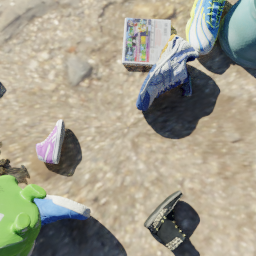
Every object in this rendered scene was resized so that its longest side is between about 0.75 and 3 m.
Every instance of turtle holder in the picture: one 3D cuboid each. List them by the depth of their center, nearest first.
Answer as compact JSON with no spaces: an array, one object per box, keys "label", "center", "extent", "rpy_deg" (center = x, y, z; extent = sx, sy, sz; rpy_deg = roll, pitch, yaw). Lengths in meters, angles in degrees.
[{"label":"turtle holder","center":[-2.602,1.697,4.710],"extent":[1.926,2.535,1.800],"rpy_deg":[14,102,-37]}]

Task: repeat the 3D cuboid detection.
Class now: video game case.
[{"label":"video game case","center":[0.627,-2.841,9.286],"extent":[1.552,0.196,1.703],"rpy_deg":[3,75,1]}]

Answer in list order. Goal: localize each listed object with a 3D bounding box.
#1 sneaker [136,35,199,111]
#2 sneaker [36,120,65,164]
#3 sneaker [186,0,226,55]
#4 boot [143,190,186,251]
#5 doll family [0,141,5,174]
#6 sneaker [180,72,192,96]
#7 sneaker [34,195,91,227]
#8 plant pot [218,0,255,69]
[{"label":"sneaker","center":[1.215,-1.532,8.472],"extent":[1.154,0.985,2.618],"rpy_deg":[31,85,-1]},{"label":"sneaker","center":[-2.316,0.351,8.254],"extent":[0.752,0.478,1.319],"rpy_deg":[8,74,6]},{"label":"sneaker","center":[2.562,-3.837,8.881],"extent":[1.077,1.493,2.843],"rpy_deg":[11,74,3]},{"label":"boot","center":[1.239,2.505,7.638],"extent":[1.391,0.502,1.051],"rpy_deg":[-44,81,-6]},{"label":"doll family","center":[-4.298,1.146,7.896],"extent":[1.230,0.835,2.127],"rpy_deg":[5,69,6]},{"label":"sneaker","center":[1.808,-1.391,8.832],"extent":[0.352,0.300,0.805],"rpy_deg":[-4,75,4]},{"label":"sneaker","center":[-2.316,2.462,7.364],"extent":[2.543,0.976,1.415],"rpy_deg":[11,69,7]},{"label":"plant pot","center":[4.264,-3.315,8.672],"extent":[2.435,1.631,2.435],"rpy_deg":[0,74,-1]}]
